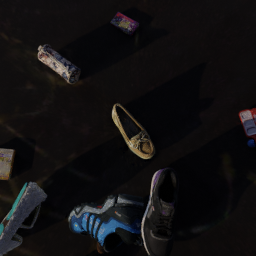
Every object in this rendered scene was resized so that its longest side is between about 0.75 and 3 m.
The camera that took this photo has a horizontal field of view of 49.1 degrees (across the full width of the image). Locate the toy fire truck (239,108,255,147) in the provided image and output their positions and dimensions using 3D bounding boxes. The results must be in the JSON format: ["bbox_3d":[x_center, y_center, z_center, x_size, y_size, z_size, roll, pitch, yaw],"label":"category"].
[{"bbox_3d":[4.346,0.043,8.779,1.323,0.883,1.576,-18,75,20],"label":"toy fire truck"}]

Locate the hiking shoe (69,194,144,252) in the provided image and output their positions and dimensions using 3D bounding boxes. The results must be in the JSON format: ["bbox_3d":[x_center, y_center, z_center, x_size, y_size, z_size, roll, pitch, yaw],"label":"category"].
[{"bbox_3d":[-0.588,2.058,5.817,0.832,2.237,0.970,22,53,-33],"label":"hiking shoe"}]

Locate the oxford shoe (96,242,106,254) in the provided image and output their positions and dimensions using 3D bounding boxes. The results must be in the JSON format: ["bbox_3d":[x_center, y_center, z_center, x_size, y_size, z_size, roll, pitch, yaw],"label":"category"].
[{"bbox_3d":[-0.636,3.103,8.135,0.411,0.477,1.131,20,79,3],"label":"oxford shoe"}]

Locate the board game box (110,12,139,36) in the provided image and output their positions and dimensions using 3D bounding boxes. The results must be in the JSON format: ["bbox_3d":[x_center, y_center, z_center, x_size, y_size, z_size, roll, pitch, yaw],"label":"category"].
[{"bbox_3d":[-0.120,-3.712,9.986,0.897,0.145,0.538,31,74,7],"label":"board game box"}]

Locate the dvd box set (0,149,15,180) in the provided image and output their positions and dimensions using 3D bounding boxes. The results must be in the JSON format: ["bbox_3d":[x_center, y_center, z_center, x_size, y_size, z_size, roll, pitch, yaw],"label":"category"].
[{"bbox_3d":[-3.974,1.128,8.786,0.701,0.141,0.958,4,76,1],"label":"dvd box set"}]

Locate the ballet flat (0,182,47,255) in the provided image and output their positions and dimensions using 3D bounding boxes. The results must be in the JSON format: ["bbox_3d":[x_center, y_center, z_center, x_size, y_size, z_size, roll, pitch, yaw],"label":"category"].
[{"bbox_3d":[-3.229,2.841,8.038,0.947,0.947,2.641,30,78,7],"label":"ballet flat"}]

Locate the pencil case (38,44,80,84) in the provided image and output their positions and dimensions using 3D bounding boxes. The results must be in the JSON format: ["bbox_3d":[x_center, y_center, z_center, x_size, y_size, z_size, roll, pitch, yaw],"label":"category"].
[{"bbox_3d":[-2.295,-2.135,9.306,1.546,0.692,0.602,39,80,10],"label":"pencil case"}]

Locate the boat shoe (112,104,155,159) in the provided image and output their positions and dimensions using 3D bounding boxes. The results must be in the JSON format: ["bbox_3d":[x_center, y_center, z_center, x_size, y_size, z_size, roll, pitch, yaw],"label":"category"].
[{"bbox_3d":[0.154,0.100,8.789,0.716,0.618,1.964,-31,78,-7],"label":"boat shoe"}]

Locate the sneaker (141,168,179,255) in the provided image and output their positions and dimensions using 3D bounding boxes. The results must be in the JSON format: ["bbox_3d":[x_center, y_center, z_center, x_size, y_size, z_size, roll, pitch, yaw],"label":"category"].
[{"bbox_3d":[0.939,2.422,7.944,0.994,1.150,2.626,5,76,1],"label":"sneaker"}]
